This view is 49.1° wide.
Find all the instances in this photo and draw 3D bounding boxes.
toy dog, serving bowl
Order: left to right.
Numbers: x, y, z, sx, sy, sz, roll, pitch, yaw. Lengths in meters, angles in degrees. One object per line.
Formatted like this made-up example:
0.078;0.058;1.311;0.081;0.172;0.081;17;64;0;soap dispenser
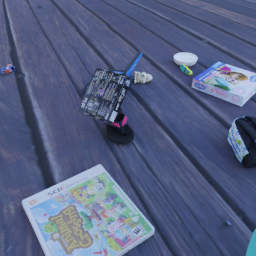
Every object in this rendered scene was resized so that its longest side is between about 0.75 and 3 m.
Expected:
0.731;-2.309;13.020;0.791;0.552;0.767;5;3;10;toy dog
2.966;-3.493;14.530;1.208;0.397;1.208;1;39;0;serving bowl

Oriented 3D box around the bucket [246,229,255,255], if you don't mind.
2.996;2.940;4.878;1.603;2.463;2.463;13;40;17;bucket

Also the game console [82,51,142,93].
-0.685;-2.525;12.558;1.451;2.093;2.452;32;42;-3;game console

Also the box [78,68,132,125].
-0.786;-1.088;9.338;1.331;0.362;1.662;19;84;30;box

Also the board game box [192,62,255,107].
4.558;-2.080;12.664;2.401;0.495;2.406;28;46;31;board game box

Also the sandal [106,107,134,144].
-0.436;-0.284;10.351;0.926;0.556;2.465;-10;39;-12;sandal

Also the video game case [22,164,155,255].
-1.108;2.306;7.288;2.484;0.301;2.729;-23;44;-26;video game case

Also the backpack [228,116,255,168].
3.982;0.413;9.064;1.421;1.339;1.742;-10;61;-9;backpack

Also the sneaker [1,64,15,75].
-5.919;-2.878;13.828;0.352;0.338;0.897;16;43;11;sneaker

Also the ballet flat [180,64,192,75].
2.902;-2.868;13.887;0.295;0.294;0.879;4;36;-31;ballet flat
